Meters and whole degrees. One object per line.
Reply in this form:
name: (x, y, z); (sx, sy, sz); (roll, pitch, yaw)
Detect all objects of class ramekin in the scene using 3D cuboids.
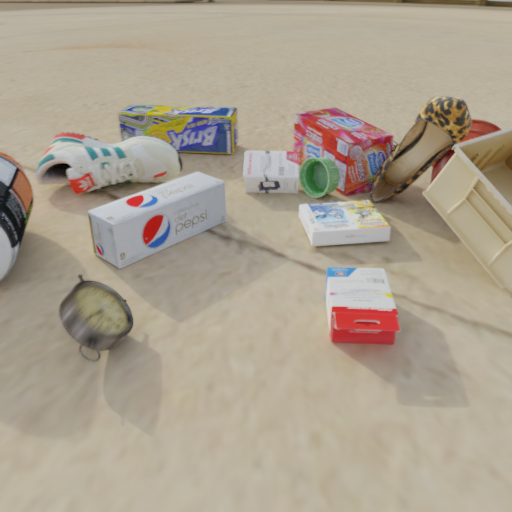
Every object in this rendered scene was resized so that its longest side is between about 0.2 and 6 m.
ramekin: (1.313, -1.621, 11.469); (0.406, 0.830, 0.830); (-16, 33, -39)

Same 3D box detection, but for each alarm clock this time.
alarm clock: (-2.061, 0.862, 7.128); (0.911, 0.450, 1.351); (35, 22, -26)

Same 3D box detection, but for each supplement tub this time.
supplement tub: (-4.530, -0.704, 9.040); (1.602, 1.602, 2.614); (-6, 30, -10)

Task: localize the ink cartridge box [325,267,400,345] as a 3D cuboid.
ink cartridge box: (1.413, 0.735, 7.625); (0.861, 0.498, 1.482); (2, 30, 3)

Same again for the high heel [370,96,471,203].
high heel: (2.954, -1.843, 10.324); (0.941, 1.878, 2.635); (39, -2, 3)

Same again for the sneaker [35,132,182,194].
sneaker: (-3.116, -1.749, 11.674); (3.091, 1.088, 1.445); (8, 46, 11)

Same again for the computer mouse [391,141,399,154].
computer mouse: (2.977, -2.722, 13.916); (1.279, 0.337, 0.885); (25, 34, 17)

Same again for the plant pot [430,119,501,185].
plant pot: (4.075, -1.602, 10.865); (1.583, 1.583, 1.540); (12, 40, 20)

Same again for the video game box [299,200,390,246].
video game box: (1.557, -0.613, 10.132); (1.391, 0.326, 1.267); (-4, 30, -6)

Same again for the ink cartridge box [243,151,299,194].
ink cartridge box: (0.315, -1.762, 11.758); (1.142, 0.482, 0.827); (1, 52, 2)

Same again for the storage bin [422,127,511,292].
storage bin: (4.322, -0.798, 8.864); (2.351, 1.102, 2.334); (-21, 66, -31)

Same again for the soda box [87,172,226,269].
soda box: (-1.655, -0.691, 9.782); (0.781, 0.835, 2.452); (24, 38, 36)

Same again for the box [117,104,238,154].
box: (-1.903, -3.162, 13.943); (2.826, 0.990, 0.908); (3, 30, 6)

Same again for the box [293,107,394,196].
box: (1.835, -2.366, 12.354); (1.140, 1.190, 2.388); (-13, 32, -21)
